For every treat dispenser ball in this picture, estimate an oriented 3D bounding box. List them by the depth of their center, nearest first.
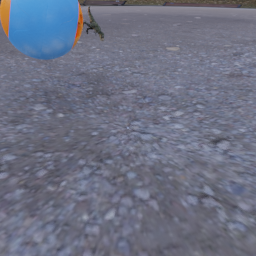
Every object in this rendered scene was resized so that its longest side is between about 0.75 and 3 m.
[{"bbox_3d":[-2.650,-3.405,8.760,2.467,2.467,2.467,0,28,0],"label":"treat dispenser ball"}]

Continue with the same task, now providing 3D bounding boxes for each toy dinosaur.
[{"bbox_3d":[-1.253,-3.491,9.551,0.547,1.241,0.294,-18,44,14],"label":"toy dinosaur"}]
